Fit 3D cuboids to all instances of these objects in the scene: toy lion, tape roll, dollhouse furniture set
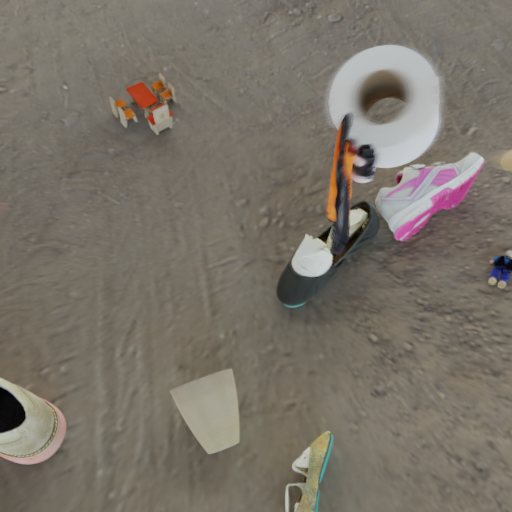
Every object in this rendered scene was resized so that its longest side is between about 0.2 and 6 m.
[{"bbox_3d":[4.130,-1.187,7.127,1.587,0.568,1.655,-31,22,23],"label":"toy lion"},{"bbox_3d":[2.157,-2.440,9.346,1.718,1.180,1.718,-2,83,17],"label":"tape roll"},{"bbox_3d":[-2.357,-3.346,12.242,1.337,0.689,1.322,-32,64,-18],"label":"dollhouse furniture set"}]

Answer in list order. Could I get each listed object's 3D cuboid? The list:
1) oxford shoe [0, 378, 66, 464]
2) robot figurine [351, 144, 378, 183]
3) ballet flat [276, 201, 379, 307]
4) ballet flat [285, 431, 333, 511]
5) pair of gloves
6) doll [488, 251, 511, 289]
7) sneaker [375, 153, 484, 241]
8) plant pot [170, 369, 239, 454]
[{"bbox_3d":[-4.753,2.096,8.516,3.661,1.352,1.296,10,59,6],"label":"oxford shoe"},{"bbox_3d":[1.488,-1.265,7.702,0.336,0.539,0.405,18,40,17],"label":"robot figurine"},{"bbox_3d":[1.270,-0.166,10.179,0.872,0.878,2.566,34,64,30],"label":"ballet flat"},{"bbox_3d":[0.735,3.328,8.242,0.573,0.573,1.620,13,62,8],"label":"ballet flat"},{"bbox_3d":[1.272,-1.060,8.216,0.240,1.728,1.940,4,31,2],"label":"pair of gloves"},{"bbox_3d":[4.589,0.232,10.335,0.578,0.205,0.847,23,54,22],"label":"doll"},{"bbox_3d":[3.343,-1.399,10.860,2.507,1.020,1.106,-32,66,-18],"label":"sneaker"},{"bbox_3d":[-0.682,2.429,8.626,1.017,1.017,1.086,-17,77,-10],"label":"plant pot"}]
